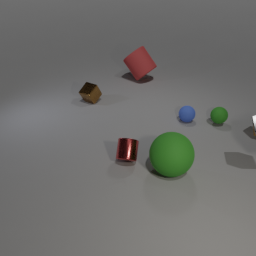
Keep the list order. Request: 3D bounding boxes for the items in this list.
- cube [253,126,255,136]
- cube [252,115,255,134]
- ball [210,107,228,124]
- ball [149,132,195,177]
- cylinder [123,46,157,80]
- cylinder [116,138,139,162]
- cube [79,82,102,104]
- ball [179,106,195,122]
[{"bbox_3d":[5.222,-0.101,10.626,0.700,0.700,0.700,-1,8,43],"label":"cube"},{"bbox_3d":[4.032,0.031,7.993,0.700,0.700,0.700,-17,35,29],"label":"cube"},{"bbox_3d":[3.761,-0.526,11.556,0.700,0.700,0.700,0,30,0],"label":"ball"},{"bbox_3d":[1.362,0.817,8.737,1.400,1.400,1.400,0,30,0],"label":"ball"},{"bbox_3d":[0.681,-3.655,15.857,1.400,1.400,1.400,-35,7,5],"label":"cylinder"},{"bbox_3d":[-0.022,0.729,9.318,0.700,0.700,0.700,7,-10,1],"label":"cylinder"},{"bbox_3d":[-1.805,-1.680,13.489,0.700,0.700,0.700,20,66,30],"label":"cube"},{"bbox_3d":[2.497,-0.599,11.853,0.700,0.700,0.700,0,30,0],"label":"ball"}]
